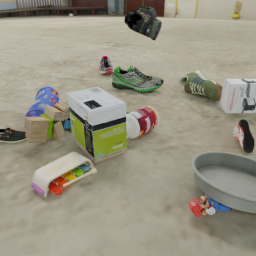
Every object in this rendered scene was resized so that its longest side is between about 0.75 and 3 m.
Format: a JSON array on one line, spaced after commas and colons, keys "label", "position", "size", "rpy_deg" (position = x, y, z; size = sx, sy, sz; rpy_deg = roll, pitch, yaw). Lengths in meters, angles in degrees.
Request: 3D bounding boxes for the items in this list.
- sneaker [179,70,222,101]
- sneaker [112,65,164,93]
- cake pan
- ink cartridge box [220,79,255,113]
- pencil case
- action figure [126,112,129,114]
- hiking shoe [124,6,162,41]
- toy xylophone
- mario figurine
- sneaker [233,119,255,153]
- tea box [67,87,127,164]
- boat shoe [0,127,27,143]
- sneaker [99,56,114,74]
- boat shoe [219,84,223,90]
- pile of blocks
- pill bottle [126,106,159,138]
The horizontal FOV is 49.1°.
[{"label": "sneaker", "position": [3.504, -2.009, 14.094], "size": [1.322, 0.987, 2.945], "rpy_deg": [-16, 32, -4]}, {"label": "sneaker", "position": [0.472, -2.611, 14.798], "size": [2.865, 1.221, 1.118], "rpy_deg": [9, 29, 15]}, {"label": "cake pan", "position": [2.957, 1.388, 7.505], "size": [2.616, 0.480, 2.616], "rpy_deg": [7, 20, -2]}, {"label": "ink cartridge box", "position": [5.177, -1.399, 12.290], "size": [1.896, 1.375, 0.794], "rpy_deg": [0, 28, -1]}, {"label": "pencil case", "position": [-3.516, -0.834, 11.592], "size": [1.129, 1.014, 2.599], "rpy_deg": [-23, 29, 5]}, {"label": "action figure", "position": [-0.063, -0.557, 11.948], "size": [0.465, 0.215, 0.787], "rpy_deg": [-4, 21, -4]}, {"label": "hiking shoe", "position": [0.492, -4.644, 11.779], "size": [1.339, 1.007, 2.660], "rpy_deg": [13, 31, -23]}, {"label": "toy xylophone", "position": [-1.765, 1.316, 8.064], "size": [1.903, 0.478, 1.393], "rpy_deg": [-21, 34, -35]}, {"label": "mario figurine", "position": [2.037, 1.829, 6.895], "size": [1.134, 0.700, 0.601], "rpy_deg": [-2, 72, -18]}, {"label": "sneaker", "position": [4.078, 0.392, 9.904], "size": [0.423, 0.680, 1.268], "rpy_deg": [-1, 64, -2]}, {"label": "tea box", "position": [-1.044, -0.162, 9.392], "size": [1.265, 1.863, 1.894], "rpy_deg": [-16, 32, -28]}, {"label": "boat shoe", "position": [-4.374, 0.237, 10.195], "size": [1.441, 0.452, 0.527], "rpy_deg": [0, 26, -2]}, {"label": "sneaker", "position": [-1.432, -3.984, 17.860], "size": [0.884, 0.818, 2.192], "rpy_deg": [-6, 29, -12]}, {"label": "boat shoe", "position": [4.873, -1.754, 14.087], "size": [0.467, 0.400, 1.276], "rpy_deg": [27, 20, -42]}, {"label": "pile of blocks", "position": [-2.630, -0.400, 10.468], "size": [2.879, 1.182, 0.895], "rpy_deg": [-31, 41, -32]}, {"label": "pill bottle", "position": [0.325, -0.168, 10.445], "size": [1.632, 0.922, 0.922], "rpy_deg": [-25, 36, -37]}]
